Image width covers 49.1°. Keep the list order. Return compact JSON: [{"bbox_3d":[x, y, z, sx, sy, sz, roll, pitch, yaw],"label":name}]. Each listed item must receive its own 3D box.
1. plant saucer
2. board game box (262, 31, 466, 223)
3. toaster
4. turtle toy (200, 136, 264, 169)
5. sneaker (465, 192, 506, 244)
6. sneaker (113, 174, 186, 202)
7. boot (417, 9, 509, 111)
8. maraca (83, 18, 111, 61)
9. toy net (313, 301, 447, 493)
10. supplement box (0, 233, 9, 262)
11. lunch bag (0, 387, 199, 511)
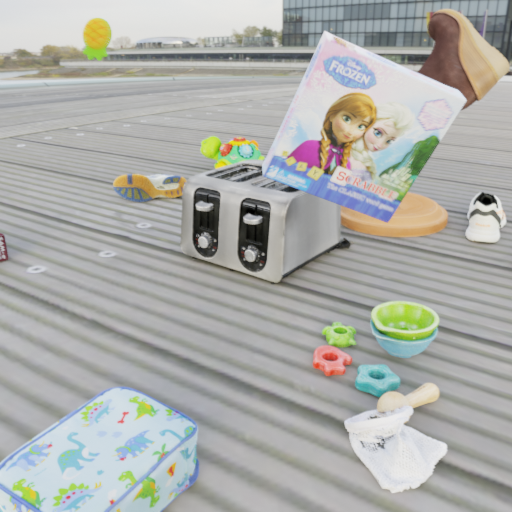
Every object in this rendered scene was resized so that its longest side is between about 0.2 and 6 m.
[{"bbox_3d":[3.195,-1.102,13.412,2.677,0.432,2.677,0,24,0],"label":"plant saucer"},{"bbox_3d":[1.185,-1.401,6.471,1.722,1.718,0.354,18,33,-13],"label":"board game box"},{"bbox_3d":[0.247,-0.799,11.125,2.498,1.639,2.762,17,28,33],"label":"toaster"},{"bbox_3d":[-0.749,-3.177,17.508,2.080,1.051,1.516,6,24,14],"label":"turtle toy"},{"bbox_3d":[5.253,-1.049,12.667,0.859,0.932,2.330,7,22,19],"label":"sneaker"},{"bbox_3d":[-2.843,-1.829,14.968,1.940,0.730,0.855,0,11,-19],"label":"sneaker"},{"bbox_3d":[2.865,-3.072,9.363,1.834,0.798,2.205,-34,44,15],"label":"boot"},{"bbox_3d":[-3.363,-4.568,11.804,0.609,0.888,0.475,7,3,6],"label":"maraca"},{"bbox_3d":[1.486,1.504,6.982,1.660,0.611,3.164,5,24,11],"label":"toy net"},{"bbox_3d":[-5.895,-0.041,10.677,1.901,0.579,1.034,-22,31,-40],"label":"supplement box"},{"bbox_3d":[-1.512,2.073,5.482,1.408,0.722,1.751,15,27,29],"label":"lunch bag"}]
